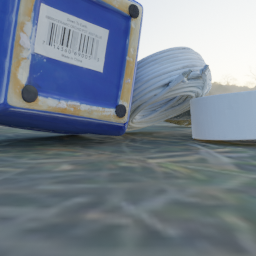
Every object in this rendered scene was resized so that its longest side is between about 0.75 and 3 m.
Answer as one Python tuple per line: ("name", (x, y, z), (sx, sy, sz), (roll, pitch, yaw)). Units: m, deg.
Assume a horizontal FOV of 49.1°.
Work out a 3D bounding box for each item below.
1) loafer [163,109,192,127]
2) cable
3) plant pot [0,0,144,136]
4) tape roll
("loafer", (1.557, -0.334, 7.959), (1.685, 0.638, 0.575), (7, -29, 20))
("cable", (0.564, -0.667, 5.553), (2.220, 0.768, 2.219), (-26, -14, 17))
("plant pot", (-1.200, -1.090, 4.285), (2.441, 2.441, 2.195), (9, 1, -38))
("tape roll", (2.048, -0.218, 4.695), (1.993, 0.697, 1.993), (-5, 2, 0))
